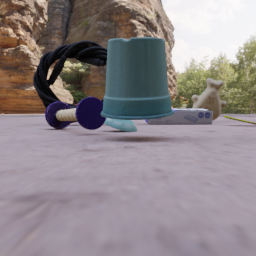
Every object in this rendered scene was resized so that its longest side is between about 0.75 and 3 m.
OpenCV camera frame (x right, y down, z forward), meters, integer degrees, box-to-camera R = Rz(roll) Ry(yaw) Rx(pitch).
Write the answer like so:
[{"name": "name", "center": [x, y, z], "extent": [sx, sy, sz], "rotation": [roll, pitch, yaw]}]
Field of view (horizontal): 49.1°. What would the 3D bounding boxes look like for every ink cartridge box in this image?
[{"name": "ink cartridge box", "center": [1.636, -0.399, 9.334], "extent": [2.085, 0.461, 0.980], "rotation": [0, 8, -3]}]

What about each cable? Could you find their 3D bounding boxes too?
[{"name": "cable", "center": [-1.360, -1.444, 8.498], "extent": [2.856, 2.330, 0.726], "rotation": [-17, 3, 8]}]

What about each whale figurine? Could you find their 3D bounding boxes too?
[{"name": "whale figurine", "center": [3.175, -1.116, 10.991], "extent": [1.351, 1.698, 0.881], "rotation": [11, 21, 5]}]

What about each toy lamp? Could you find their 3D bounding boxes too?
[{"name": "toy lamp", "center": [-1.227, -0.289, 5.884], "extent": [0.671, 0.671, 2.305], "rotation": [-2, 1, -34]}]

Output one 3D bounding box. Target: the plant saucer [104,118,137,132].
[{"name": "plant saucer", "center": [-0.157, -0.118, 5.902], "extent": [0.768, 0.138, 0.768], "rotation": [16, 14, -4]}]

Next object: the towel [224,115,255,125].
[{"name": "towel", "center": [3.377, -0.228, 8.235], "extent": [1.040, 0.094, 0.447], "rotation": [13, 4, 7]}]

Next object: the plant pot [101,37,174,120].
[{"name": "plant pot", "center": [0.132, -0.737, 4.083], "extent": [1.094, 1.071, 1.094], "rotation": [0, 13, 0]}]
